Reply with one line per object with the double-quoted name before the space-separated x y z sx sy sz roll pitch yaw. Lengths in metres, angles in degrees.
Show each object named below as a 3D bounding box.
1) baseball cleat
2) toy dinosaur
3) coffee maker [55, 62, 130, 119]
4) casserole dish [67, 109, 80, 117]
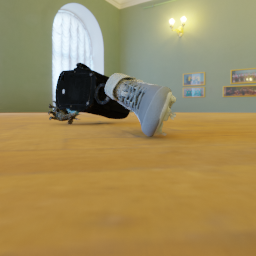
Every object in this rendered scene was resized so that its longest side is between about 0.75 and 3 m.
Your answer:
"baseball cleat" 0.147 -0.529 5.517 1.420 0.931 2.669 23 7 -1
"toy dinosaur" -2.200 -0.467 9.198 0.754 0.568 1.475 20 5 -37
"coffee maker" -0.868 -0.998 9.472 2.276 1.596 2.370 32 14 31
"casserole dish" -2.193 -0.883 11.284 0.693 1.144 0.222 40 -1 16
